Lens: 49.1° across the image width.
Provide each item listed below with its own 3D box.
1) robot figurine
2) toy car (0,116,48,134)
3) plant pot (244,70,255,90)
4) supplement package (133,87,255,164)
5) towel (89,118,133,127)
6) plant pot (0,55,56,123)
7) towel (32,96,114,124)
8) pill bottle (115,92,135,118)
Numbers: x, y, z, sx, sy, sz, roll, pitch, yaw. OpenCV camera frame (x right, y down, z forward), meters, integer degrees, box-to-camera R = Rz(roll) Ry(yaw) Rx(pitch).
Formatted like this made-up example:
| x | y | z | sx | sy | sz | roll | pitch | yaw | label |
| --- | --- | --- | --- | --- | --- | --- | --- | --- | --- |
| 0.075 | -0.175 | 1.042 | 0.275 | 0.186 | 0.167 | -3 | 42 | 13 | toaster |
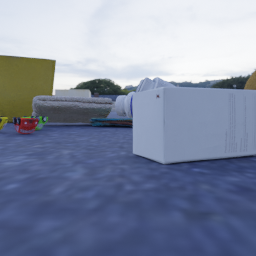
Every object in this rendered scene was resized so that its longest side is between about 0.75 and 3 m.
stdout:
| x | y | z | sx | sy | sz | roll | pitch | yaw | label |
| --- | --- | --- | --- | --- | --- | --- | --- | --- | --- |
| 1.491 | -1.192 | 11.502 | 2.370 | 1.339 | 2.010 | 26 | -2 | -15 | robot figurine |
| -2.501 | -0.094 | 6.703 | 1.694 | 0.378 | 1.594 | 2 | 4 | 21 | toy car |
| 3.165 | -0.790 | 4.222 | 2.510 | 2.510 | 2.694 | -1 | -10 | -19 | plant pot |
| 0.775 | -0.057 | 3.217 | 1.285 | 0.751 | 0.754 | -1 | 4 | -23 | supplement package |
| 0.054 | -0.195 | 9.287 | 1.814 | 0.268 | 2.474 | 2 | 2 | 17 | towel |
| -4.504 | -1.519 | 11.725 | 2.488 | 2.545 | 2.472 | -1 | 4 | -28 | plant pot |
| -1.826 | -0.591 | 9.183 | 2.520 | 0.434 | 1.670 | 1 | -19 | -19 | towel |
| 0.728 | -1.075 | 13.656 | 2.527 | 1.416 | 1.416 | 1 | 4 | 24 | pill bottle |
